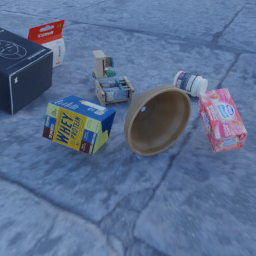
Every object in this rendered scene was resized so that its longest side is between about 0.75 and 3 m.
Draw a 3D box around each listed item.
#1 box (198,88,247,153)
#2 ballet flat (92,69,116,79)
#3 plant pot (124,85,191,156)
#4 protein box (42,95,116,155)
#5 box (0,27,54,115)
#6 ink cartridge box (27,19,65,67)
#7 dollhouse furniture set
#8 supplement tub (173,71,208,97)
[{"bbox_3d":[2.485,-0.225,7.515,0.803,0.740,1.564,-10,54,3],"label":"box"},{"bbox_3d":[-0.953,-2.144,10.884,1.008,0.342,0.364,-16,55,-27],"label":"ballet flat"},{"bbox_3d":[0.619,-0.313,7.334,1.952,1.952,0.901,-20,41,-25],"label":"plant pot"},{"bbox_3d":[-1.247,-0.141,7.446,1.393,0.940,1.383,19,19,8],"label":"protein box"},{"bbox_3d":[-4.483,-2.170,9.708,2.999,1.606,2.226,25,41,10],"label":"box"},{"bbox_3d":[-3.213,-3.184,11.193,0.527,2.101,1.704,48,50,9],"label":"ink cartridge box"},{"bbox_3d":[-0.475,-1.672,9.431,1.150,1.631,1.143,-11,37,-13],"label":"dollhouse furniture set"},{"bbox_3d":[2.248,-1.583,10.135,1.060,0.744,0.744,25,44,29],"label":"supplement tub"}]
